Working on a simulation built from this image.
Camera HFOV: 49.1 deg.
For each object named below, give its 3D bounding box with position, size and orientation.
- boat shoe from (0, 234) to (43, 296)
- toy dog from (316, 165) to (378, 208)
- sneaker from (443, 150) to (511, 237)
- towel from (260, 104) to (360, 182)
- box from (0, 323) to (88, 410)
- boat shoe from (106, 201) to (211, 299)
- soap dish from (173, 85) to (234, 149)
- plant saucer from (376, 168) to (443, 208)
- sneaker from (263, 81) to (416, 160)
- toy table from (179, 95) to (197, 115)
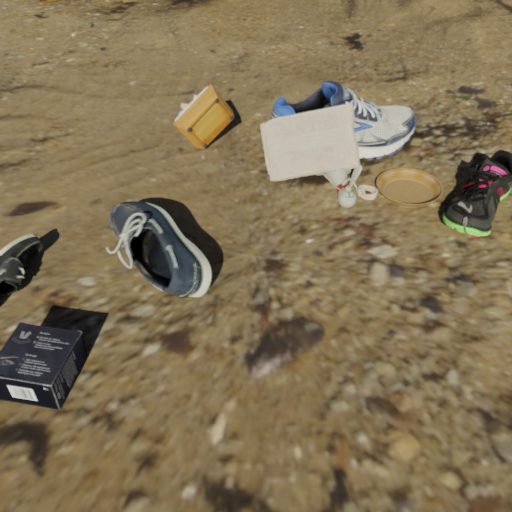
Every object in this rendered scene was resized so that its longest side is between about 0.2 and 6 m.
[{"bbox_3d":[-4.011,0.344,8.939,0.633,0.672,1.873,31,43,2],"label":"boat shoe"},{"bbox_3d":[1.675,-1.687,11.069,1.025,0.748,1.553,-21,45,-22],"label":"toy dog"},{"bbox_3d":[4.138,-1.208,10.308,0.939,1.025,2.447,21,45,22],"label":"sneaker"},{"bbox_3d":[1.048,-2.197,11.027,1.901,1.260,0.328,-6,9,19],"label":"towel"},{"bbox_3d":[-2.935,1.476,7.585,0.943,0.563,0.959,7,42,8],"label":"box"},{"bbox_3d":[-1.763,-0.168,9.050,0.805,0.975,2.603,6,30,-48],"label":"boat shoe"},{"bbox_3d":[-1.083,-2.934,12.020,1.168,0.919,0.474,-46,53,2],"label":"soap dish"},{"bbox_3d":[2.997,-1.298,11.024,1.275,0.226,1.275,0,41,0],"label":"plant saucer"},{"bbox_3d":[1.894,-2.919,11.916,3.524,1.501,1.358,-12,43,-15],"label":"sneaker"},{"bbox_3d":[-1.464,-3.414,13.200,0.697,0.641,0.408,8,54,-19],"label":"toy table"}]
